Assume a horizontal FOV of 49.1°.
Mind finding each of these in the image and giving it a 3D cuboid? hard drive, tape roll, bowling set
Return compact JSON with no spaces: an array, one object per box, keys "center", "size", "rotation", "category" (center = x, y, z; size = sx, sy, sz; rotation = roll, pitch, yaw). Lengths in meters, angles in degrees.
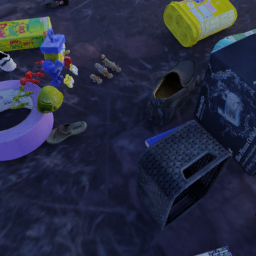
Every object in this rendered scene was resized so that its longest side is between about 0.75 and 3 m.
[{"center":[1.462,0.493,8.101],"size":[1.611,0.204,1.063],"rotation":[-22,58,-14],"category":"hard drive"},{"center":[-3.505,-0.291,8.172],"size":[2.476,0.812,2.476],"rotation":[-1,51,1],"category":"tape roll"},{"center":[-0.779,-2.058,9.570],"size":[0.599,0.777,1.116],"rotation":[37,67,21],"category":"bowling set"}]

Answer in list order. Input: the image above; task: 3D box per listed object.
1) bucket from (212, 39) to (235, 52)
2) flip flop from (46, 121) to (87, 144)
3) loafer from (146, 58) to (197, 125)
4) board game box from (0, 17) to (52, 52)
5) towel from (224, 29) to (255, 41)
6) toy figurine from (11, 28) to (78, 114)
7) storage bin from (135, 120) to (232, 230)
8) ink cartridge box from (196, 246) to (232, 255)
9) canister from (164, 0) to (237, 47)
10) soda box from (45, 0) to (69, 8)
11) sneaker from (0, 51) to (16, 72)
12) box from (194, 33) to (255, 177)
[{"center":[3.471,-2.498,9.629],"size":[1.121,1.121,0.729],"rotation":[-28,39,-18],"category":"bucket"},{"center":[-1.842,0.075,8.259],"size":[1.266,0.364,0.513],"rotation":[-19,57,-2],"category":"flip flop"},{"center":[1.528,-1.391,8.900],"size":[1.052,1.045,2.891],"rotation":[22,57,16],"category":"loafer"},{"center":[-4.097,-3.580,10.730],"size":[2.272,0.541,1.154],"rotation":[-9,56,-6],"category":"board game box"},{"center":[5.058,-3.078,10.567],"size":[2.399,0.281,1.830],"rotation":[-18,57,-14],"category":"towel"},{"center":[-2.359,-1.916,7.937],"size":[1.506,1.711,2.856],"rotation":[7,40,-1],"category":"toy figurine"},{"center":[1.130,1.130,6.347],"size":[1.595,2.360,1.106],"rotation":[-31,61,-20],"category":"storage bin"},{"center":[2.013,3.490,5.874],"size":[0.917,0.424,1.683],"rotation":[-13,55,-8],"category":"ink cartridge box"},{"center":[2.822,-4.310,10.845],"size":[2.336,1.011,1.735],"rotation":[-28,74,-20],"category":"canister"},{"center":[-3.100,-5.543,12.217],"size":[0.997,0.353,0.316],"rotation":[-11,58,-8],"category":"soda box"},{"center":[-4.728,-2.538,9.975],"size":[1.556,0.623,0.574],"rotation":[17,58,13],"category":"sneaker"},{"center":[3.279,-0.540,7.384],"size":[1.530,2.562,2.605],"rotation":[-26,59,-15],"category":"box"}]
